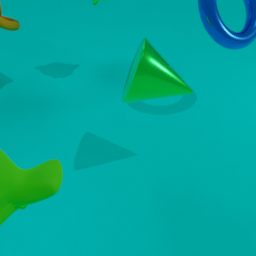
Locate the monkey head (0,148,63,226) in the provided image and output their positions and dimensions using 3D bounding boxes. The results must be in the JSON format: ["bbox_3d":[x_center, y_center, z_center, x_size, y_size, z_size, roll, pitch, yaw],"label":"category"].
[{"bbox_3d":[-1.417,0.436,2.709,1.329,1.113,1.848,-22,31,6],"label":"monkey head"}]

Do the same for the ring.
[{"bbox_3d":[2.566,-2.986,6.901,2.090,2.090,0.418,-29,13,-26],"label":"ring"}]

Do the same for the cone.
[{"bbox_3d":[0.730,-0.937,5.687,1.364,1.359,1.359,18,45,-9],"label":"cone"}]

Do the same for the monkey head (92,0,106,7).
[{"bbox_3d":[-0.851,-4.267,7.932,1.228,1.707,1.028,-44,55,-18],"label":"monkey head"}]

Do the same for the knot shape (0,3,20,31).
[{"bbox_3d":[-3.763,-3.112,7.736,1.544,1.650,0.762,26,67,-5],"label":"knot shape"}]
